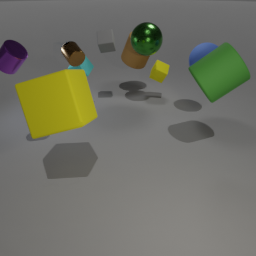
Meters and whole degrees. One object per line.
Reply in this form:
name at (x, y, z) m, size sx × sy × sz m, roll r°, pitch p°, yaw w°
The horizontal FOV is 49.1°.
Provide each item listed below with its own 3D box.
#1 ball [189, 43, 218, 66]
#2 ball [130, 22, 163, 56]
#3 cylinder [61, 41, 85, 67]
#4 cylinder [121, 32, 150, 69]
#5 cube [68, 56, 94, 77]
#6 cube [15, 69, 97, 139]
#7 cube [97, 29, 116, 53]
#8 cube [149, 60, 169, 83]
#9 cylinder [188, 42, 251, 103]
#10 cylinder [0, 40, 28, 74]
ball at (3.241, -2.819, 11.642) m, size 1.400 × 1.400 × 1.400 m, roll 0°, pitch 28°, yaw 0°
ball at (0.807, -3.851, 12.166) m, size 1.400 × 1.400 × 1.400 m, roll 0°, pitch 28°, yaw 0°
cylinder at (-2.096, -2.836, 10.732) m, size 0.700 × 0.700 × 0.700 m, roll -18°, pitch 56°, yaw -30°
cylinder at (0.503, -4.021, 14.468) m, size 1.400 × 1.400 × 1.400 m, roll 13°, pitch 46°, yaw -14°
cube at (-2.069, -2.663, 12.331) m, size 0.700 × 0.700 × 0.700 m, roll -11°, pitch 43°, yaw 37°
cube at (-1.791, -0.670, 7.323) m, size 1.400 × 1.400 × 1.400 m, roll -13°, pitch 9°, yaw 11°
cube at (-0.965, -3.853, 12.456) m, size 0.700 × 0.700 × 0.700 m, roll -7°, pitch 72°, yaw 4°
cube at (1.561, -2.803, 13.920) m, size 0.700 × 0.700 × 0.700 m, roll 23°, pitch 53°, yaw -8°
cylinder at (2.901, -1.755, 8.980) m, size 1.400 × 1.400 × 1.400 m, roll -34°, pitch 24°, yaw 15°
cylinder at (-3.325, -2.005, 7.946) m, size 0.700 × 0.700 × 0.700 m, roll 33°, pitch 37°, yaw -29°
